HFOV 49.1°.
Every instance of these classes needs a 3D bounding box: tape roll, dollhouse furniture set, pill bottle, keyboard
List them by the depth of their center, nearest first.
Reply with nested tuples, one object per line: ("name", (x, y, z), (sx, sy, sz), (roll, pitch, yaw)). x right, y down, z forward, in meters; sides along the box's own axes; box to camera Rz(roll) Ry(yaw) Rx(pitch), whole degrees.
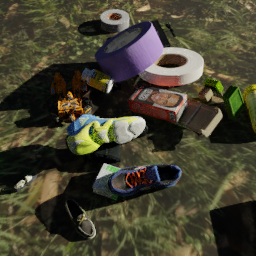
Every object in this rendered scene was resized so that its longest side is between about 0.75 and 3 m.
("dollhouse furniture set", (3.216, -0.577, 11.292), (2.511, 1.260, 1.645), (-49, 44, -12))
("pill bottle", (-1.274, -2.019, 11.733), (1.266, 0.709, 0.709), (24, 54, 2))
("tape roll", (0.034, -3.357, 12.266), (2.830, 1.202, 2.830), (-24, 31, 16))
("tape roll", (1.897, -2.841, 12.699), (2.990, 0.546, 2.990), (-3, 37, 2))
("keyboard", (1.768, -5.066, 15.096), (1.620, 0.263, 2.549), (-14, 52, -1))
("tape roll", (-0.737, -6.001, 15.686), (1.602, 0.529, 1.602), (0, 50, -1))

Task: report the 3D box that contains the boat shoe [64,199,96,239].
("boat shoe", (-1.512, 2.783, 8.631), (0.501, 0.423, 1.406), (-34, 58, -24))

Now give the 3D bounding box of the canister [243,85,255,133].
("canister", (5.561, -0.746, 11.232), (1.465, 0.854, 1.973), (3, 52, 2))

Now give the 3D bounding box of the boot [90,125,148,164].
("boot", (-0.338, 0.534, 10.271), (2.009, 0.743, 1.646), (5, 52, 6))

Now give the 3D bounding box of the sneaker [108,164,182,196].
("sneaker", (0.583, 1.533, 8.963), (2.531, 0.993, 0.954), (-9, 70, -18))

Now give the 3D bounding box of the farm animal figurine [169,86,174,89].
("farm animal figurine", (2.157, -2.220, 12.671), (1.067, 0.537, 0.862), (-19, 67, -26))

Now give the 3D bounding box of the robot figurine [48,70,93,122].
("robot figurine", (-2.461, -1.321, 11.747), (1.841, 0.739, 2.539), (-8, 52, -8))

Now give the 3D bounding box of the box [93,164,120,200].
("box", (-0.607, 1.799, 9.416), (0.846, 0.464, 0.959), (18, 54, 12))

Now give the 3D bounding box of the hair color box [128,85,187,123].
("hair color box", (1.190, -1.010, 11.273), (2.132, 0.653, 1.082), (17, 53, 28))

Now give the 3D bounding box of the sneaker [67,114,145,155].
("sneaker", (-0.854, -0.109, 9.794), (2.797, 1.059, 1.469), (-16, 47, -21))

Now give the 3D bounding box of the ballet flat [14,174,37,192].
("ballet flat", (-3.485, 1.817, 9.503), (0.316, 0.316, 0.864), (37, 59, 26))
